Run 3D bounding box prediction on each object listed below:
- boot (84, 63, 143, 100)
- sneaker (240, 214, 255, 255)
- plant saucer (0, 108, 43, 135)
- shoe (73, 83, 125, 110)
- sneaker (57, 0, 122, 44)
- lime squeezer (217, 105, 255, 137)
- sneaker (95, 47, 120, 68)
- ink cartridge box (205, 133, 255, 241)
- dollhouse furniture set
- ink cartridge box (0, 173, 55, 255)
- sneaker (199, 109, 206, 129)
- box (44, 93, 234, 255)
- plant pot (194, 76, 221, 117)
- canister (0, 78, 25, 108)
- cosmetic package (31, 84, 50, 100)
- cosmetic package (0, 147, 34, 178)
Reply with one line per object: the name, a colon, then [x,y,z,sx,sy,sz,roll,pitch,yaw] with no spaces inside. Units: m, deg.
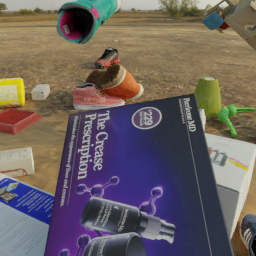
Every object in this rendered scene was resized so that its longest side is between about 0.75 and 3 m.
boot: [-0.706,-1.589,11.175,1.576,1.102,2.938,28,-15,-36]
sneaker: [2.107,1.745,4.390,0.527,0.594,1.405,5,25,10]
plant saucer: [-3.794,-0.282,9.139,1.432,0.263,1.430,8,26,18]
shoe: [-1.073,-1.166,10.302,1.897,0.863,0.678,-2,25,-5]
sneaker: [-1.518,-2.950,7.965,2.639,1.103,1.593,-12,32,44]
lime squeezer: [3.517,-0.460,9.288,0.896,0.479,2.538,16,29,31]
sneaker: [-1.243,-4.193,16.581,0.770,1.065,2.179,17,32,28]
ink cartridge box: [1.541,1.027,5.181,1.206,1.212,1.668,15,30,29]
dollhouse furniture set: [3.107,-2.758,7.450,1.571,1.580,2.242,34,-19,-18]
ink cartridge box: [-1.938,1.584,4.819,2.876,0.533,1.362,11,27,26]
sneaker: [1.242,-0.338,8.442,2.127,0.941,0.800,4,27,9]
box: [0.145,1.022,3.690,2.019,1.128,2.861,-7,49,7]
plant pot: [2.789,-1.173,9.910,1.135,1.213,1.135,0,25,0]
canister: [-5.086,-1.294,10.507,2.196,0.950,1.631,-6,26,-16]
cosmetic package: [-3.576,-1.475,11.517,0.516,0.435,0.966,0,28,1]
cosmetic package: [-2.764,0.835,6.482,1.086,0.474,0.561,-8,25,-15]
